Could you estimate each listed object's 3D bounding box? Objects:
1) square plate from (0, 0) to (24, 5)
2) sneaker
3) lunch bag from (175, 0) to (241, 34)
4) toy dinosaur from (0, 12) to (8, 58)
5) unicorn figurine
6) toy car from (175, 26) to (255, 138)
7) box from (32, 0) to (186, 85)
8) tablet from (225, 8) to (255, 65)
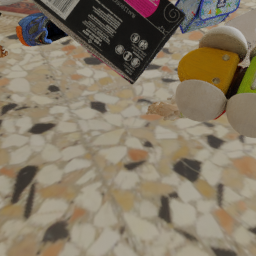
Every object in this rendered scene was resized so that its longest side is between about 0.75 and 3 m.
[{"bbox_3d":[-2.384,-3.085,6.248,1.556,0.221,1.541,-19,16,-6],"label":"square plate"},{"bbox_3d":[-1.913,-3.148,8.222,1.054,1.013,2.688,23,60,28],"label":"sneaker"},{"bbox_3d":[2.322,-3.600,7.971,1.461,1.718,1.095,-21,81,-18],"label":"lunch bag"},{"bbox_3d":[-3.225,-1.589,5.049,2.614,1.335,1.774,22,77,-1],"label":"toy dinosaur"},{"bbox_3d":[1.406,-0.572,4.751,2.094,1.438,0.773,-30,88,-6],"label":"unicorn figurine"},{"bbox_3d":[1.201,-0.407,3.103,1.302,0.977,1.140,19,66,25],"label":"toy car"},{"bbox_3d":[-0.408,-2.467,6.269,2.699,1.783,1.548,38,5,-4],"label":"box"},{"bbox_3d":[2.941,-2.003,6.545,0.918,1.410,0.096,-13,25,46],"label":"tablet"}]
